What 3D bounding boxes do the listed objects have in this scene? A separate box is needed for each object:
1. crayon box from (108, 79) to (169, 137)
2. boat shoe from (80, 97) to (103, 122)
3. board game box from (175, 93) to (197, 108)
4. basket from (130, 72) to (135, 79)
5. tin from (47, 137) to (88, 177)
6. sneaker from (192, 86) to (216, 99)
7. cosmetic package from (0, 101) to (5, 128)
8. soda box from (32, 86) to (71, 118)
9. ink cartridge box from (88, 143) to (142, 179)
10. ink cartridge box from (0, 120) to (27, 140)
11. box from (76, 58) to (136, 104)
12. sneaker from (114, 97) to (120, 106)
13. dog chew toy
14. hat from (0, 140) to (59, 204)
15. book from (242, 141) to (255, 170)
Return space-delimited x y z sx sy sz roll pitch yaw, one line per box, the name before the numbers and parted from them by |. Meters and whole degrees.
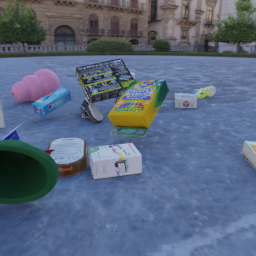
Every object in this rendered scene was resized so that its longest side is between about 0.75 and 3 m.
crayon box | 0.339 -0.783 10.169 1.523 0.625 2.423 2 46 36
boat shoe | -1.784 -0.713 13.087 0.738 0.855 2.353 -45 30 6
board game box | 3.151 -1.519 15.391 1.151 0.502 1.561 2 18 8
basket | -0.359 -3.401 19.964 1.378 1.118 1.390 -7 21 -20
tin | -1.881 0.811 8.670 1.255 0.469 2.242 2 18 -8
sneaker | 4.633 -2.260 17.340 1.712 0.648 0.899 -15 23 -35
cosmetic package | -6.100 -0.775 12.158 0.831 1.177 2.273 -13 22 -32
soda box | -3.516 -1.235 13.025 0.599 0.567 1.766 29 50 28
ink cartridge box | -0.387 0.917 8.054 1.386 0.582 1.003 -5 19 -14
ink cartridge box | -3.655 0.724 7.424 1.983 0.466 1.960 -30 15 9
box | -1.011 -2.250 13.105 2.389 0.529 1.914 -17 61 -21
sneaker | 0.245 -1.365 14.405 2.014 0.826 0.752 -7 20 -19
dog chew toy | -5.374 -2.361 16.185 1.746 1.746 2.803 16 33 40
hat | -2.613 0.410 6.584 1.987 2.399 2.112 8 42 -18
book | 4.339 1.008 8.033 1.370 0.493 2.051 3 20 2
